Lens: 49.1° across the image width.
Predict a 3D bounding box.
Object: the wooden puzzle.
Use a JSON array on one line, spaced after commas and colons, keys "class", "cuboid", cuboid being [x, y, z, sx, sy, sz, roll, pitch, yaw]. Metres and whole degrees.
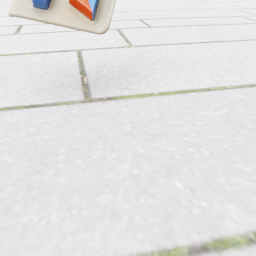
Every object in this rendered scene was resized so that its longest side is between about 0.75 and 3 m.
[{"class": "wooden puzzle", "cuboid": [-1.723, -4.156, 7.969, 2.931, 0.679, 2.715, 10, 73, 2]}]
